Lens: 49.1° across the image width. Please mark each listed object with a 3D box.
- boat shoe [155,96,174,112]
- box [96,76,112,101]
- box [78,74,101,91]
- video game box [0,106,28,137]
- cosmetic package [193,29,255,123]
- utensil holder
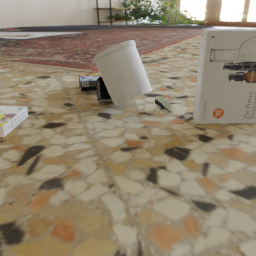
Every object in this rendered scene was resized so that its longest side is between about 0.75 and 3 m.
[{"bbox_3d":[1.346,-0.841,10.503,0.356,0.297,0.954,-13,42,-39],"label":"boat shoe"},{"bbox_3d":[-0.571,-1.500,10.693,1.200,0.846,1.622,-5,6,-11],"label":"box"},{"bbox_3d":[-0.983,-2.141,12.896,2.496,0.498,1.709,-5,20,-11],"label":"box"},{"bbox_3d":[-4.482,-0.265,9.074,1.865,0.437,1.699,3,23,6],"label":"video game box"},{"bbox_3d":[3.370,-1.605,8.947,2.224,2.950,0.762,0,24,1],"label":"cosmetic package"},{"bbox_3d":[-0.139,-1.767,9.226,1.462,1.721,1.462,-23,5,2],"label":"utensil holder"}]
